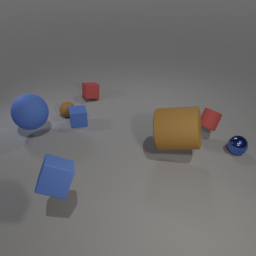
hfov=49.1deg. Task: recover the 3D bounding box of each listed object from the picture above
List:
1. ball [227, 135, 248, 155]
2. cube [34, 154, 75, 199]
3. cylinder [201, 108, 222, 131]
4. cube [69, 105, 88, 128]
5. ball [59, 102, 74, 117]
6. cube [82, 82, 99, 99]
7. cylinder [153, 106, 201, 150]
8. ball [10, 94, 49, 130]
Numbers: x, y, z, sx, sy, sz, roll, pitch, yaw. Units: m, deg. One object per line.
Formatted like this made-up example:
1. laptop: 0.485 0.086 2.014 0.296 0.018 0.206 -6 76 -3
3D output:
1. ball: 3.947 0.615 10.072 0.700 0.700 0.700 0 31 0
2. cube: -1.662 1.099 6.417 0.700 0.700 0.700 18 10 -16
3. cylinder: 3.126 -0.327 10.689 0.700 0.700 0.700 24 6 -3
4. cube: -2.113 -0.490 11.903 0.700 0.700 0.700 -7 33 -12
5. ball: -2.702 -0.822 12.490 0.700 0.700 0.700 0 31 0
6. cube: -1.865 -1.875 13.991 0.700 0.700 0.700 -6 20 -24
7. cylinder: 1.653 0.017 9.243 1.400 1.400 1.400 -2 29 19
8. ball: -3.789 -0.619 10.835 1.400 1.400 1.400 0 31 0
